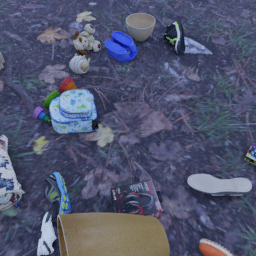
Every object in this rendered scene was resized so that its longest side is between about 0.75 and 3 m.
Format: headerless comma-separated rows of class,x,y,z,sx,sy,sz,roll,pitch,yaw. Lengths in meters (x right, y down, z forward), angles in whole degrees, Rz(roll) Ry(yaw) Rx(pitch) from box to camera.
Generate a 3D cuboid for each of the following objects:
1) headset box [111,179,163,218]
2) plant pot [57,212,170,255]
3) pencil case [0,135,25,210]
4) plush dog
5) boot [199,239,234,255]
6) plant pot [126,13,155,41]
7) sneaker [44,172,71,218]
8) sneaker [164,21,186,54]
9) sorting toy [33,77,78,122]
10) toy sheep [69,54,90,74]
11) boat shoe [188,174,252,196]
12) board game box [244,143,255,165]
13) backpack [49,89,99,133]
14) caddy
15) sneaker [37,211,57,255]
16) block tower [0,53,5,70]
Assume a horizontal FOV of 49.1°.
headset box,0.322,2.340,8.839,1.542,0.578,1.146,-11,52,-9
plant pot,-0.344,3.179,7.224,2.589,2.413,2.413,-8,50,-20
pencil case,-4.287,1.409,9.298,1.196,1.040,2.674,-21,54,-16
plush dog,-2.215,-4.345,14.055,1.125,1.402,1.204,2,30,47
boot,2.552,3.905,7.524,1.023,0.716,1.908,-39,61,-21
plant pot,0.639,-5.186,14.709,1.503,1.009,1.503,1,51,-1
sneaker,-2.312,2.225,9.025,0.687,0.588,1.659,-26,54,1
sneaker,2.375,-4.599,14.533,1.012,0.876,2.443,-11,47,21
sorting toy,-2.834,-1.107,11.697,0.857,0.862,2.487,37,54,-2
toy sheep,-2.267,-2.947,12.985,1.324,0.913,0.913,21,51,42
boat shoe,2.989,1.962,9.258,2.029,0.578,0.678,3,52,9
board game box,4.779,1.039,10.120,0.886,0.251,0.733,28,57,21
backpack,-2.121,-0.671,10.842,1.750,1.286,1.602,-9,51,-7
caddy,-0.346,-3.961,13.839,1.657,0.870,1.171,37,83,25
sneaker,-2.367,3.137,8.346,0.510,0.470,1.274,7,54,-12
block tower,-6.989,-2.539,12.709,0.812,0.759,2.810,30,57,24
